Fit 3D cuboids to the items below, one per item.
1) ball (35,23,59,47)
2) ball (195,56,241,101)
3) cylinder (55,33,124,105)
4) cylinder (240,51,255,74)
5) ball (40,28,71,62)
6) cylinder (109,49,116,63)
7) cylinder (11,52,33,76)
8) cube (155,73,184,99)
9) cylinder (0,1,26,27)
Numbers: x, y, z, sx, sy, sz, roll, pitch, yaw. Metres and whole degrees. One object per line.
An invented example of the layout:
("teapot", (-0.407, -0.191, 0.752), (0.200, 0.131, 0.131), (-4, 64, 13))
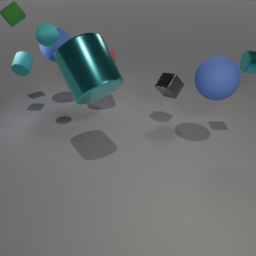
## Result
("ball", (-2.507, -2.877, 8.677), (0.700, 0.700, 0.700), (0, 28, 0))
("ball", (2.846, -1.578, 8.931), (1.400, 1.400, 1.400), (0, 28, 0))
("cylinder", (-1.025, -1.544, 7.462), (1.400, 1.400, 1.400), (-26, -4, -2))
("cylinder", (4.071, -2.091, 8.971), (0.700, 0.700, 0.700), (4, 28, -3))
("ball", (-3.045, -3.530, 11.957), (1.400, 1.400, 1.400), (0, 28, 0))
("cylinder", (-1.227, -2.650, 12.393), (1.400, 1.400, 1.400), (-5, 4, 0))
("cylinder", (-4.256, -2.586, 11.304), (0.700, 0.700, 0.700), (3, 60, 5))
("cube", (1.628, -1.667, 10.991), (0.700, 0.700, 0.700), (20, 75, 48))
("cylinder", (-4.522, -4.475, 11.028), (0.700, 0.700, 0.700), (-42, 41, -9))
